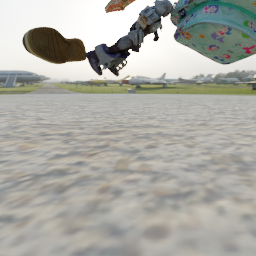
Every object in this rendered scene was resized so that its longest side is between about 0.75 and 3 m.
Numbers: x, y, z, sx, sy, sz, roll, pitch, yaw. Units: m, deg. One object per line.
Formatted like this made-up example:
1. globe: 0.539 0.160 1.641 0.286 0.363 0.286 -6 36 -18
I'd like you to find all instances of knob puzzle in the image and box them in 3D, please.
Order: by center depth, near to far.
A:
1. knob puzzle: -0.062 -4.167 9.268 1.903 0.264 1.903 -25 10 5

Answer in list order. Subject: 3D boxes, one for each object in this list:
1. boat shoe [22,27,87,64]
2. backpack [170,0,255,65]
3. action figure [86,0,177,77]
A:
1. boat shoe: -2.288 -2.350 8.395 0.997 0.999 2.770 -5 10 21
2. backpack: 2.549 -2.916 6.898 2.415 2.048 2.721 20 -14 -21
3. action figure: 0.212 -2.531 7.822 2.952 1.024 1.921 -31 3 38
